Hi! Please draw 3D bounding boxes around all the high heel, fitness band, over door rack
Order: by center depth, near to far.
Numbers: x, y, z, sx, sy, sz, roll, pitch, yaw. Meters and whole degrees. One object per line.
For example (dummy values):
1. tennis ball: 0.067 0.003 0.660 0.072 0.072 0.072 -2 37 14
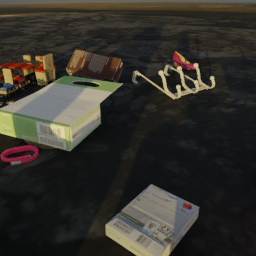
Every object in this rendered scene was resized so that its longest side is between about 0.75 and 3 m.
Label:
1. fitness band: -2.456 0.597 6.376 0.807 0.151 0.579 -10 29 -20
2. over door rack: 1.657 -1.981 10.616 1.948 0.878 2.637 -17 32 -32
3. high heel: 2.676 -3.143 13.086 1.374 0.660 0.463 20 33 34

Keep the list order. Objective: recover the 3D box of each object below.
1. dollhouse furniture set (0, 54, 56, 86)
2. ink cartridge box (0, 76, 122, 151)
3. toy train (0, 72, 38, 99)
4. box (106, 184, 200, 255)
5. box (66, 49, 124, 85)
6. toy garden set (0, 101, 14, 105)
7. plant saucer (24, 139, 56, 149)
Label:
1. dollhouse furniture set: -4.018 -2.426 11.174 2.167 1.129 2.191 8 28 16
2. ink cartridge box: -1.647 -0.576 7.532 2.114 0.697 2.906 11 29 20
3. toy train: -3.929 -1.615 10.284 0.375 0.504 2.200 7 28 15
4. box: 0.417 1.491 4.513 0.985 0.260 1.263 20 34 33
5. box: -1.237 -2.264 10.644 1.925 0.721 0.964 16 72 16
6. toy garden set: -3.589 -0.585 7.926 1.254 0.250 1.045 -3 25 -6
7. plant saucer: -1.910 0.037 7.378 1.646 0.242 1.646 0 26 0
